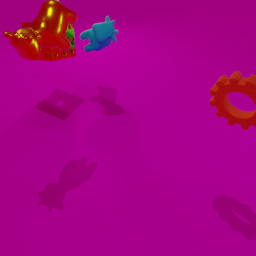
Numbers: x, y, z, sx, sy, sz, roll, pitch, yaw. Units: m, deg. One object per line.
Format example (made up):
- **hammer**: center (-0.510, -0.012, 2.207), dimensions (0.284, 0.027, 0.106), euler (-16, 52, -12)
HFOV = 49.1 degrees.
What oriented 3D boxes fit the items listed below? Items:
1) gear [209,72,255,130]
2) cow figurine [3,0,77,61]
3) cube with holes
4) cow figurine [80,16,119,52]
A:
- **gear**: center (2.329, -0.531, 5.756), dimensions (1.306, 1.306, 0.241), euler (26, 58, 27)
- **cow figurine**: center (-1.915, -2.222, 6.240), dimensions (0.843, 1.536, 1.511), euler (19, 5, 28)
- **cube with holes**: center (-2.594, -2.919, 9.297), dimensions (1.159, 1.159, 1.159), euler (11, 26, 27)
- **cow figurine**: center (-0.851, -3.095, 9.410), dimensions (1.507, 0.841, 1.532), euler (-15, 8, 25)
